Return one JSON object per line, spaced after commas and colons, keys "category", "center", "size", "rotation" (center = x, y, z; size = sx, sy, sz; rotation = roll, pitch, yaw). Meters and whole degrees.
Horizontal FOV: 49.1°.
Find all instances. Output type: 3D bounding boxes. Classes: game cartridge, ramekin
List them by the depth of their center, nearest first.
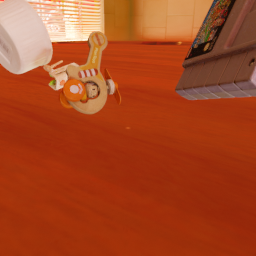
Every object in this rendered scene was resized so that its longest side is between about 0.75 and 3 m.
{"category": "game cartridge", "center": [1.598, -1.572, 3.665], "size": [0.490, 2.552, 1.654], "rotation": [29, -7, -23]}
{"category": "ramekin", "center": [-2.585, -2.040, 6.405], "size": [1.627, 1.627, 0.793], "rotation": [17, 46, 38]}

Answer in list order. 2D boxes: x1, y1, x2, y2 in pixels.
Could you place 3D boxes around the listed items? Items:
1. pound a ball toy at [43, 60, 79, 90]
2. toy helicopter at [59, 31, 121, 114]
{"category": "pound a ball toy", "center": [-1.496, -1.271, 6.589], "size": [0.394, 0.605, 0.928], "rotation": [37, 46, 21]}
{"category": "toy helicopter", "center": [-0.524, -0.902, 4.538], "size": [0.934, 1.413, 0.557], "rotation": [14, -15, -18]}
